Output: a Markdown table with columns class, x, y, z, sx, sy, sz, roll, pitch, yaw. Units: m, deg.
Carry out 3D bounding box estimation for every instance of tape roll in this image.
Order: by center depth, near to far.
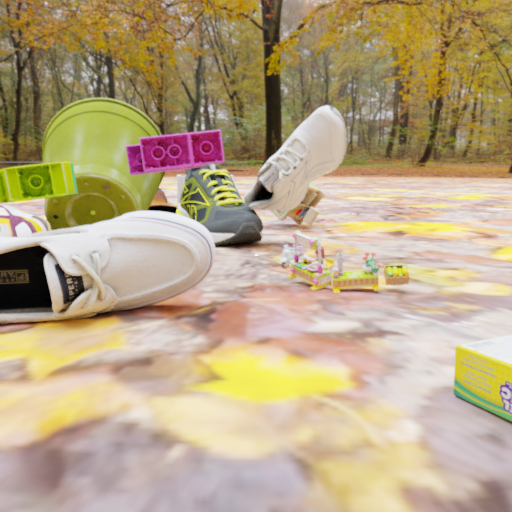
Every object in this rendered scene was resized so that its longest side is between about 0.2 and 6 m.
| class | x | y | z | sx | sy | sz | roll | pitch | yaw |
| --- | --- | --- | --- | --- | --- | --- | --- | --- | --- |
| tape roll | -1.448 | -1.741 | 15.912 | 1.613 | 1.107 | 1.613 | 0 | 10 | 0 |

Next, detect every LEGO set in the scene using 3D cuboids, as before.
| class | x | y | z | sx | sy | sz | roll | pitch | yaw |
| --- | --- | --- | --- | --- | --- | --- | --- | --- | --- |
| LEGO set | 0.989 | 0.024 | 6.795 | 1.675 | 0.623 | 0.771 | 10 | 26 | 34 |
| LEGO set | -2.638 | -0.390 | 6.958 | 4.447 | 1.696 | 1.825 | -8 | 8 | -10 |

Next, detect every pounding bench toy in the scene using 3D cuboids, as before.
| class | x | y | z | sx | sy | sz | roll | pitch | yaw |
| --- | --- | --- | --- | --- | --- | --- | --- | --- | --- |
| pounding bench toy | 0.981 | -1.212 | 12.710 | 1.537 | 0.955 | 1.199 | 47 | 18 | 22 |

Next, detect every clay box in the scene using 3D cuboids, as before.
| class | x | y | z | sx | sy | sz | roll | pitch | yaw |
| --- | --- | --- | --- | --- | --- | --- | --- | --- | --- |
| clay box | 2.086 | 0.839 | 3.181 | 0.950 | 0.393 | 1.653 | -5 | 11 | -25 |

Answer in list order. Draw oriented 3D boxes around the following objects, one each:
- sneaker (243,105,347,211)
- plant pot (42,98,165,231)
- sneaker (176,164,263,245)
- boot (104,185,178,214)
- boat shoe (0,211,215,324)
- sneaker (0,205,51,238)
| class | x | y | z | sx | sy | sz | roll | pitch | yaw |
| --- | --- | --- | --- | --- | --- | --- | --- | --- | --- |
| sneaker | 0.662 | -1.530 | 9.651 | 1.074 | 2.465 | 0.918 | -20 | 66 | -42 |
| plant pot | -2.761 | -1.262 | 9.864 | 2.318 | 2.318 | 2.232 | -1 | 36 | -7 |
| sneaker | -0.866 | -1.072 | 10.992 | 1.210 | 1.375 | 3.249 | -5 | 16 | -27 |
| boot | -3.582 | -1.269 | 14.847 | 2.746 | 0.999 | 2.917 | 5 | 15 | -18 |
| boat shoe | -1.800 | 0.159 | 5.439 | 2.846 | 1.024 | 0.935 | -2 | 16 | -8 |
| sneaker | -4.230 | -0.376 | 8.881 | 2.267 | 0.850 | 1.021 | 6 | 9 | 39 |
